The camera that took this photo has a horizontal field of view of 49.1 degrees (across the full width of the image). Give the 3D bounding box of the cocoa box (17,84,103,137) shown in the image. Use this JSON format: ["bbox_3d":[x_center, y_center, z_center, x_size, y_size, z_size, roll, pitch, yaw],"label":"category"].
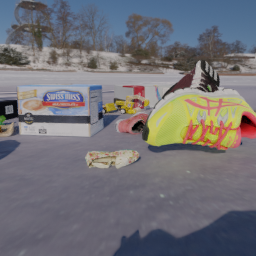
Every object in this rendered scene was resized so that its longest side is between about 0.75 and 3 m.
[{"bbox_3d":[-1.572,-0.472,6.747,1.751,1.149,1.168,2,10,9],"label":"cocoa box"}]

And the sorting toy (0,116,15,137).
[{"bbox_3d":[-3.547,-0.054,6.910,1.379,0.275,1.866,-4,12,-20],"label":"sorting toy"}]

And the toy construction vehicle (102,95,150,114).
[{"bbox_3d":[-0.246,-0.927,10.707,1.798,0.633,1.565,5,11,25],"label":"toy construction vehicle"}]

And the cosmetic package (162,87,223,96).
[{"bbox_3d":[2.599,-1.175,11.243,2.214,0.939,1.191,4,9,29],"label":"cosmetic package"}]

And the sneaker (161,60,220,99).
[{"bbox_3d":[1.369,-0.443,6.720,1.517,0.994,2.626,-34,19,40],"label":"sneaker"}]

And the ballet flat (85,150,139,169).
[{"bbox_3d":[-0.238,0.488,4.147,0.810,0.306,0.259,-3,40,4],"label":"ballet flat"}]

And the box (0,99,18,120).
[{"bbox_3d":[-4.237,-0.595,8.963,1.001,0.622,1.009,1,10,15],"label":"box"}]

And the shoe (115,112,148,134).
[{"bbox_3d":[0.269,-0.103,6.896,0.539,0.424,1.186,11,20,41],"label":"shoe"}]

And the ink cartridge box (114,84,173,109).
[{"bbox_3d":[0.816,-1.472,12.693,2.380,0.986,1.735,-6,12,-29],"label":"ink cartridge box"}]

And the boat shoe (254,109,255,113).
[{"bbox_3d":[4.691,-0.601,8.546,2.178,0.678,0.812,-3,17,-27],"label":"boat shoe"}]

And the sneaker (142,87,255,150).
[{"bbox_3d":[1.262,-0.062,4.368,2.217,0.867,1.001,-13,46,-26],"label":"sneaker"}]
